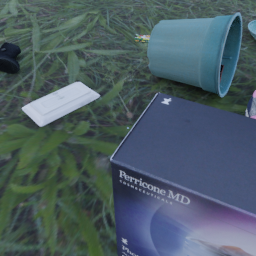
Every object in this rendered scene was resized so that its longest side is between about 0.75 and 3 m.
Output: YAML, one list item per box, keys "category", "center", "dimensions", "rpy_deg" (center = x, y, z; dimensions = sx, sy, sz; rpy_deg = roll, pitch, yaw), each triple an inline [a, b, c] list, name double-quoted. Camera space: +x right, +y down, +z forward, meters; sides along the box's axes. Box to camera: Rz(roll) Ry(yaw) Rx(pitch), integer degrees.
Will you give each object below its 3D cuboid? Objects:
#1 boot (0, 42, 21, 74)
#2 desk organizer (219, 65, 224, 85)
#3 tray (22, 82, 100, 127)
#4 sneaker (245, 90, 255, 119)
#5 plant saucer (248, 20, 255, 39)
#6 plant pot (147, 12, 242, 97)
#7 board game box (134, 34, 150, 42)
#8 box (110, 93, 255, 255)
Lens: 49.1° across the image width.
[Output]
- category: "boot"
  center: [-4.180, -2.527, 9.889]
  dimensions: [1.525, 0.583, 1.282]
  rpy_deg: [9, 46, 20]
- category: "desk organizer"
  center: [2.280, -1.782, 8.857]
  dimensions: [1.362, 0.524, 0.489]
  rpy_deg: [16, 49, 17]
- category: "tray"
  center: [-1.961, -0.829, 8.277]
  dimensions: [2.086, 0.231, 1.120]
  rpy_deg: [-32, 50, -31]
- category: "sneaker"
  center: [3.532, -0.091, 6.806]
  dimensions: [0.923, 1.079, 2.630]
  rpy_deg: [0, 42, 0]
- category: "plant saucer"
  center: [6.108, -3.871, 11.528]
  dimensions: [2.330, 0.419, 2.330]
  rpy_deg: [0, 42, 0]
- category: "plant pot"
  center: [1.984, -2.317, 8.563]
  dimensions: [2.315, 2.364, 2.364]
  rpy_deg: [15, 44, 27]
- category: "board game box"
  center: [0.805, -3.691, 11.559]
  dimensions: [1.037, 0.122, 0.543]
  rpy_deg: [4, 44, 5]
- category: "box"
  center: [1.258, 1.245, 4.140]
  dimensions: [2.664, 2.643, 1.642]
  rpy_deg: [18, 45, 20]
